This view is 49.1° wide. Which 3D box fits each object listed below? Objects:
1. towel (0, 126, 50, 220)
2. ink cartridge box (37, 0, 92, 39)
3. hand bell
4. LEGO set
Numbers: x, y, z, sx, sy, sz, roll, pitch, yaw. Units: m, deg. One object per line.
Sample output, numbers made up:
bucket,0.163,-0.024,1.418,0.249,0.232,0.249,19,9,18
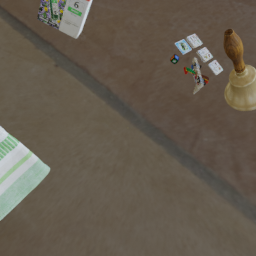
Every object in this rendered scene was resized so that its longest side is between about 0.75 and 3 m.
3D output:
towel,-2.884,0.791,4.795,2.101,2.755,0.322,-46,46,-14
ink cartridge box,-1.758,-4.173,8.452,1.416,2.599,0.654,24,47,-11
hand bell,2.155,-1.191,5.408,0.993,1.908,0.993,-15,59,26
LEGO set,1.664,-1.668,7.157,1.282,0.421,1.716,52,44,1
